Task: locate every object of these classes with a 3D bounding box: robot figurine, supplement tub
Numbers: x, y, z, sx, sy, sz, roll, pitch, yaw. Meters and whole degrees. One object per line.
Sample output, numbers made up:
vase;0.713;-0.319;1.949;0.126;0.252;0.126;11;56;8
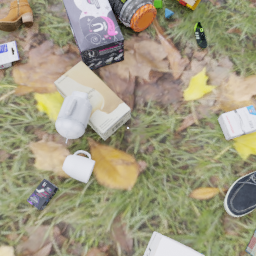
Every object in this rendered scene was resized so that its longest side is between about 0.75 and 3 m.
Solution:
robot figurine;-1.774;-0.377;9.218;0.972;1.460;1.722;10;65;9
supplement tub;-0.021;-5.302;11.618;1.514;1.514;2.471;-34;76;-10

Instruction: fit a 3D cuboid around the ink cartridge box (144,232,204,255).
ink cartridge box;1.472;3.939;8.140;1.838;2.518;1.061;24;74;7

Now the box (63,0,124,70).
box;-1.331;-3.936;11.165;1.743;1.514;2.638;-18;73;-6

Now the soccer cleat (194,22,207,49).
soccer cleat;3.042;-3.881;11.699;0.398;0.477;1.178;-12;73;-4

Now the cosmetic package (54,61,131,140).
cosmetic package;-1.312;-1.033;10.532;1.443;0.975;2.743;-43;77;-12

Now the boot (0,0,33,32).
boot;-4.920;-4.866;11.926;1.649;0.632;1.280;-16;74;-6

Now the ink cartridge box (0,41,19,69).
ink cartridge box;-5.450;-2.852;11.440;1.997;0.370;0.946;-17;72;-3

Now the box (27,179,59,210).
box;-2.937;2.307;9.728;0.562;0.488;0.920;34;75;10

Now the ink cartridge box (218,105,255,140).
ink cartridge box;4.178;-0.195;10.493;1.285;0.541;0.929;-16;73;-5

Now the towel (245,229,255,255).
towel;4.701;4.075;9.355;1.283;0.139;0.941;32;74;10

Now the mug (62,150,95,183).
mug;-1.705;1.273;9.884;0.967;0.814;1.103;21;51;-1

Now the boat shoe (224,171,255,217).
boat shoe;4.573;1.985;9.617;2.958;0.921;1.104;-31;77;-8

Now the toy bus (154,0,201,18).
toy bus;2.189;-6.076;11.996;2.233;1.223;2.367;-8;101;22
